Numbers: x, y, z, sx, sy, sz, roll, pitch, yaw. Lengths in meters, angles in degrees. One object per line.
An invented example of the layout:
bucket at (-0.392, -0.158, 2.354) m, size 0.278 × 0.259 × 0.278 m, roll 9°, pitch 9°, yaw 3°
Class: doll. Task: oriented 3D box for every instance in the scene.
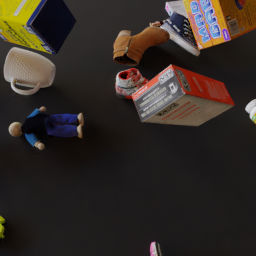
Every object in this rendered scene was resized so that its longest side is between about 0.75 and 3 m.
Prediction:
doll at (-2.808, 0.005, 9.532) m, size 2.477 × 0.600 × 1.690 m, roll -2°, pitch 57°, yaw -1°

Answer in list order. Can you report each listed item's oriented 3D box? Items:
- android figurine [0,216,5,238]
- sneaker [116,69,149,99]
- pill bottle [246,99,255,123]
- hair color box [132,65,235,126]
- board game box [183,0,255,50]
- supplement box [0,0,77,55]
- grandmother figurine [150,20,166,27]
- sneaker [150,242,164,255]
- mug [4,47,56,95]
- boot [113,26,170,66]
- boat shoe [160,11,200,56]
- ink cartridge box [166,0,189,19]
android figurine at (-3.805, 2.787, 7.665) m, size 0.973 × 0.200 × 0.886 m, roll 28°, pitch 58°, yaw 21°
sneaker at (0.561, -1.608, 10.439) m, size 2.067 × 1.108 × 0.690 m, roll 4°, pitch 53°, yaw 3°
pill bottle at (4.754, -0.383, 9.755) m, size 0.720 × 0.720 × 1.297 m, roll -22°, pitch 55°, yaw -16°
hair color box at (1.196, -0.561, 5.710) m, size 2.087 × 1.059 × 0.639 m, roll 3°, pitch 61°, yaw -48°
board game box at (2.865, -3.427, 8.152) m, size 1.577 × 1.579 × 1.578 m, roll -26°, pitch 12°, yaw -13°
supplement box at (-3.297, -3.617, 9.121) m, size 2.628 × 1.430 × 1.439 m, roll 21°, pitch 76°, yaw 26°
grandmother figurine at (1.544, -5.062, 13.625) m, size 0.879 × 0.266 × 0.533 m, roll -20°, pitch 64°, yaw -11°
sneaker at (1.030, 3.504, 6.928) m, size 0.631 × 0.533 × 1.444 m, roll -17°, pitch 58°, yaw -14°
mug at (-3.730, -2.026, 10.653) m, size 1.594 × 1.343 × 1.819 m, roll 15°, pitch 59°, yaw -4°
boot at (0.557, -3.475, 11.974) m, size 2.402 × 0.921 × 1.865 m, roll 6°, pitch 52°, yaw 6°
boat shoe at (2.470, -4.209, 12.279) m, size 2.430 × 0.907 × 1.127 m, roll 46°, pitch 109°, yaw 29°
ink cartridge box at (2.842, -5.624, 13.925) m, size 1.314 × 0.462 × 2.202 m, roll -11°, pitch 50°, yaw -8°
